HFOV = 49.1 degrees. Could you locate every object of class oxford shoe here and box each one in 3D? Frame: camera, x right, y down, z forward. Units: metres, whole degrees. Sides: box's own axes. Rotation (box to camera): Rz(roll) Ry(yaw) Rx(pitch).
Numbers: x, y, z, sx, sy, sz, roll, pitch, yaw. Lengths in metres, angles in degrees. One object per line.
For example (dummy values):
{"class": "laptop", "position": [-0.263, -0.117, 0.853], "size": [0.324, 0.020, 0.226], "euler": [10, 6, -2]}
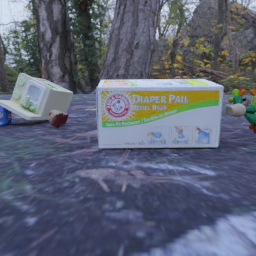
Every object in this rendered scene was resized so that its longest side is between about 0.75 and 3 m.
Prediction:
{"class": "oxford shoe", "position": [-2.143, -0.296, 8.210], "size": [0.486, 0.458, 1.299], "euler": [22, 3, 0]}

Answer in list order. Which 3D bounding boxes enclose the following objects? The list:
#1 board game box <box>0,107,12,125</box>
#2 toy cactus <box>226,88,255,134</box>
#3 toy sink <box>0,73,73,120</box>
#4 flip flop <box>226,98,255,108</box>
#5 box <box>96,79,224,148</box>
{"class": "board game box", "position": [-5.145, -0.321, 8.362], "size": [2.513, 0.565, 1.911], "euler": [1, 8, 5]}
{"class": "toy cactus", "position": [2.308, -0.346, 5.594], "size": [0.959, 1.162, 0.594], "euler": [-4, -28, -30]}
{"class": "toy sink", "position": [-3.023, -1.055, 9.429], "size": [1.329, 1.142, 2.039], "euler": [26, 11, 17]}
{"class": "flip flop", "position": [6.157, -1.305, 14.985], "size": [2.087, 0.601, 0.846], "euler": [-3, 9, -19]}
{"class": "box", "position": [0.560, -0.349, 5.792], "size": [2.362, 1.197, 1.329], "euler": [0, 16, -1]}
